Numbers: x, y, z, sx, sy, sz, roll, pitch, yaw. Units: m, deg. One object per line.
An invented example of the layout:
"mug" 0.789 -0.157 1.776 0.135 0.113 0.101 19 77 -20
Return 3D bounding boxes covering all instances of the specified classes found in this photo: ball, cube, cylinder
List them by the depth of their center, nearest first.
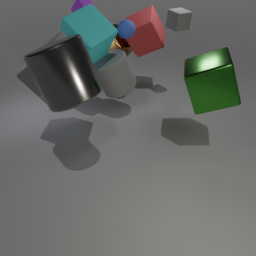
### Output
"cylinder" -1.499 -1.303 6.636 1.400 1.400 1.400 -18 24 8
"cube" -2.149 -1.743 8.437 1.400 1.400 1.400 -28 32 25
"cube" 2.628 -1.481 8.820 1.400 1.400 1.400 -13 31 21
"cube" -1.478 -3.213 9.983 1.400 1.400 1.400 46 59 2
"ball" -0.067 -3.777 10.707 0.700 0.700 0.700 0 33 0
"cylinder" -0.535 -2.153 11.143 1.400 1.400 1.400 -15 40 13
"cube" 2.028 -4.329 11.186 0.700 0.700 0.700 -19 43 -28
"cube" -1.832 -4.929 11.733 0.700 0.700 0.700 -24 82 -42
"cube" 0.762 -4.367 12.739 1.400 1.400 1.400 -15 47 25
"cube" -0.739 -4.022 13.600 1.400 1.400 1.400 -26 80 -51
